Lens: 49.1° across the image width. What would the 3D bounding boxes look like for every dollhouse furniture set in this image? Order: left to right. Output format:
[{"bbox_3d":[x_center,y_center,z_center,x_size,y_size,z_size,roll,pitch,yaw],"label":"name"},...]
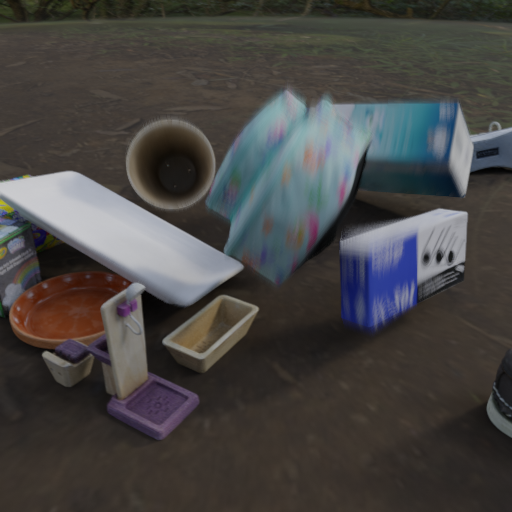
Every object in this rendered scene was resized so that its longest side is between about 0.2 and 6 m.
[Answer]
[{"bbox_3d":[-1.195,0.601,6.942,1.844,1.652,2.328,17,33,28],"label":"dollhouse furniture set"}]

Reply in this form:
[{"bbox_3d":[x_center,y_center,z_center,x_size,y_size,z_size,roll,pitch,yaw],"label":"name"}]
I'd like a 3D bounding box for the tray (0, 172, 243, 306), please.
[{"bbox_3d":[-2.118,-0.289,8.682,3.613,0.401,1.940,29,25,13],"label":"tray"}]

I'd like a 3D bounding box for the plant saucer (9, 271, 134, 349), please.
[{"bbox_3d":[-2.561,0.781,8.050,1.803,0.291,1.803,1,29,0],"label":"plant saucer"}]

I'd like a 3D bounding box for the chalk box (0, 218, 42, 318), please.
[{"bbox_3d":[-3.887,-0.010,8.216,0.919,1.485,0.924,9,28,18],"label":"chalk box"}]

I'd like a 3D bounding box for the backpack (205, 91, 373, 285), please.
[{"bbox_3d":[0.413,-0.879,7.260,1.779,2.098,2.364,30,35,-8],"label":"backpack"}]

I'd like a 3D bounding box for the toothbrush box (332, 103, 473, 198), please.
[{"bbox_3d":[2.678,-2.038,10.969,2.655,1.132,1.944,7,-10,30],"label":"toothbrush box"}]

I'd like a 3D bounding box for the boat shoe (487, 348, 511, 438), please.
[{"bbox_3d":[3.890,1.784,5.576,2.939,0.885,1.048,18,33,29],"label":"boat shoe"}]

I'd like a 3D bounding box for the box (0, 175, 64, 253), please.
[{"bbox_3d":[-4.321,-0.691,10.070,1.444,0.914,1.499,23,35,35],"label":"box"}]

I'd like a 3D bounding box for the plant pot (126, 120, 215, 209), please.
[{"bbox_3d":[-1.561,-1.637,10.624,1.549,1.549,1.654,-3,3,-5],"label":"plant pot"}]

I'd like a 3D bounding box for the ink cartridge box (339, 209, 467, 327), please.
[{"bbox_3d":[2.040,0.096,7.567,2.233,1.050,0.494,-18,21,-37],"label":"ink cartridge box"}]

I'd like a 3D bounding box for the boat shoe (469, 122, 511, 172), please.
[{"bbox_3d":[5.671,-2.600,13.595,2.937,1.085,1.252,-11,25,1],"label":"boat shoe"}]
